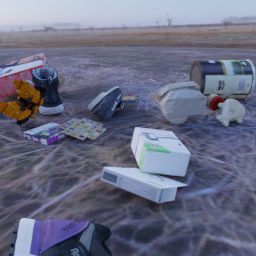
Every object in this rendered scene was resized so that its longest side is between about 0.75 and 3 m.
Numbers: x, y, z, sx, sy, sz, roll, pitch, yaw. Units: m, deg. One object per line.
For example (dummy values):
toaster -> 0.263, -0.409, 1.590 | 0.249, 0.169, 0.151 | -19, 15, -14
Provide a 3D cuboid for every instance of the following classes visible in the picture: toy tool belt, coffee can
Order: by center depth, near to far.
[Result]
toy tool belt -> 1.953, -1.015, 9.624 | 2.271, 1.418, 1.395 | -8, 30, -24
coffee can -> 4.012, -2.085, 12.126 | 2.296, 1.681, 1.681 | -1, 20, -4

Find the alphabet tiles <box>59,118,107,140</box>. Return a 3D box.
alphabet tiles -> -1.319, 0.005, 8.346 | 1.130, 0.043, 1.359 | 20, 24, 13

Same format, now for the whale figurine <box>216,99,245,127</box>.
whale figurine -> 3.309, -0.425, 9.253 | 0.955, 0.623, 1.200 | 42, 57, 12

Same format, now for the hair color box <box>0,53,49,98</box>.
hair color box -> -4.892, -2.164, 11.951 | 2.962, 0.947, 1.643 | -17, 34, -4

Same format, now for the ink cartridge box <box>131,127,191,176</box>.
ink cartridge box -> 0.683, 0.496, 6.367 | 0.986, 0.569, 1.355 | 7, 18, -12

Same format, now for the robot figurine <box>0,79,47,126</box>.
robot figurine -> -3.087, -0.785, 8.393 | 0.607, 1.512, 2.085 | 33, -5, -5

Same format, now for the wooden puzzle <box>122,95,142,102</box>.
wooden puzzle -> -0.015, -1.299, 12.297 | 1.254, 0.088, 0.744 | -4, 20, -12

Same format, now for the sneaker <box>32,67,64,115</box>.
sneaker -> -3.247, -1.554, 10.765 | 1.056, 1.593, 2.799 | -12, 23, -30

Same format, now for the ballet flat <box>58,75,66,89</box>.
ballet flat -> -3.992, -1.935, 13.253 | 2.417, 0.852, 0.789 | -19, 43, -29

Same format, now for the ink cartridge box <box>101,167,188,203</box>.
ink cartridge box -> 0.332, 1.063, 5.438 | 1.328, 0.289, 1.152 | 13, -1, 34

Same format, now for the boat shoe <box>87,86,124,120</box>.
boat shoe -> -0.650, -0.878, 10.503 | 0.867, 1.005, 2.766 | 45, 19, -1

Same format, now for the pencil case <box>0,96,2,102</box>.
pencil case -> -5.982, -1.070, 10.308 | 2.356, 1.069, 1.104 | -2, 19, 1

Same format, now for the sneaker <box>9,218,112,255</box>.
sneaker -> -0.411, 1.744, 2.403 | 1.313, 1.136, 2.999 | 0, 19, -15

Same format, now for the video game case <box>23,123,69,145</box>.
video game case -> -2.277, 0.141, 8.117 | 0.974, 0.192, 1.075 | 12, 23, 30
